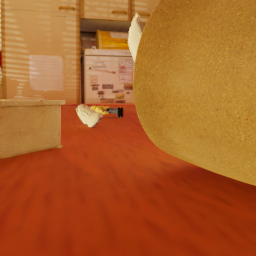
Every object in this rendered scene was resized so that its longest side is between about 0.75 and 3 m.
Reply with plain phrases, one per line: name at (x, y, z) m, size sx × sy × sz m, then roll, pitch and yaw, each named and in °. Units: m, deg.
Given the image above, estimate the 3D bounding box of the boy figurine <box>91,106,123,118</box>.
boy figurine at (-1.099, -0.770, 13.107) m, size 1.683 × 0.542 × 1.046 m, roll 2°, pitch 5°, yaw 22°

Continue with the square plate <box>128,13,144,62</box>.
square plate at (0.425, -0.744, 4.349) m, size 0.280 × 1.967 × 1.948 m, roll -21°, pitch 23°, yaw 10°

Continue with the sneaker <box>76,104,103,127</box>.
sneaker at (-1.268, -0.406, 8.736) m, size 0.503 × 0.669 × 1.343 m, roll -46°, pitch 26°, yaw -20°

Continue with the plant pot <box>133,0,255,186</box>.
plant pot at (1.626, -0.283, 2.409) m, size 2.286 × 2.286 × 2.453 m, roll -3°, pitch 21°, yaw -30°

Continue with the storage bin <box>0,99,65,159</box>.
storage bin at (-2.372, -0.043, 4.652) m, size 1.858 × 0.877 × 1.872 m, roll 4°, pitch 8°, yaw 28°
